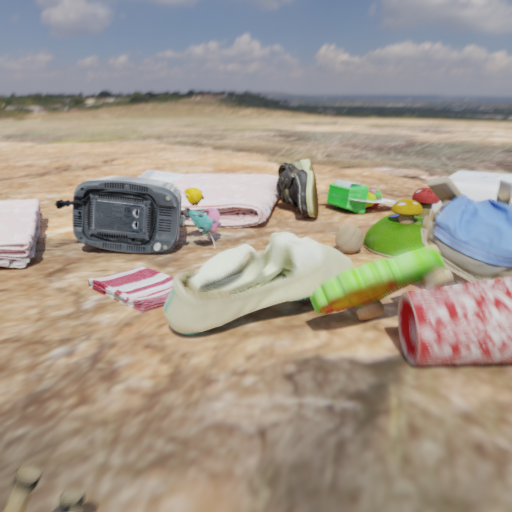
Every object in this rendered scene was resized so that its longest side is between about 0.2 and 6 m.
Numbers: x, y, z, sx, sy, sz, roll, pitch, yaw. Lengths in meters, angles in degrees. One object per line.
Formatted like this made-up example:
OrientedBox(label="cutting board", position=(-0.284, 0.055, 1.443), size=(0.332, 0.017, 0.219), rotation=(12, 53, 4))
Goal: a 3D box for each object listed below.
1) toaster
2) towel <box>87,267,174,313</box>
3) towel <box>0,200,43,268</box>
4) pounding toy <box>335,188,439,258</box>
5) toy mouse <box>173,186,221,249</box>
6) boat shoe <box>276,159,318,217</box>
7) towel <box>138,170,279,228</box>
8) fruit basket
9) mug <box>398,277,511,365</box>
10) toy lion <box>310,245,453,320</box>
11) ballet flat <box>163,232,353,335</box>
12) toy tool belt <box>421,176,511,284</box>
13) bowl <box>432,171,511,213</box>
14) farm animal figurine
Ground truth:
OrientedBox(label="toaster", position=(-2.305, -0.789, 10.045), size=(2.187, 1.243, 1.413), rotation=(5, 13, -1))
OrientedBox(label="towel", position=(-1.603, 0.422, 7.985), size=(1.442, 0.164, 1.039), rotation=(16, 22, 42))
OrientedBox(label="towel", position=(-5.573, -0.351, 9.836), size=(3.334, 0.563, 3.491), rotation=(-4, 18, -16))
OrientedBox(label="pounding toy", position=(2.559, -0.652, 9.968), size=(2.232, 1.036, 1.723), rotation=(3, 17, 9))
OrientedBox(label="toy mouse", position=(-0.880, -0.696, 10.034), size=(0.253, 1.162, 1.308), rotation=(-27, -11, 16))
OrientedBox(label="boat shoe", position=(0.914, -1.531, 12.856), size=(0.918, 1.036, 2.831), rotation=(-5, 19, 3))
OrientedBox(label="towel", position=(-1.381, -1.455, 13.279), size=(3.805, 0.642, 3.984), rotation=(3, 18, 8))
OrientedBox(label="fruit basket", position=(2.451, -1.400, 13.014), size=(1.488, 0.698, 1.379), rotation=(-6, 18, -29))
OrientedBox(label="mug", position=(2.287, 0.773, 5.997), size=(1.424, 0.950, 1.264), rotation=(-5, -25, -1))
OrientedBox(label="toy lion", position=(1.376, 0.298, 6.373), size=(1.440, 0.495, 1.381), rotation=(-29, -21, 22))
OrientedBox(label="ballet flat", position=(0.126, 0.188, 6.829), size=(2.657, 0.923, 0.923), rotation=(-20, 25, -27))
OrientedBox(label="toy tool belt", position=(3.298, -0.211, 7.244), size=(2.322, 1.427, 1.450), rotation=(21, 51, 32))
OrientedBox(label="bowl", position=(5.207, -1.398, 12.765), size=(2.274, 0.850, 2.277), rotation=(11, 19, 29))
OrientedBox(label="farm animal figurine", position=(-0.562, 1.832, 2.110), size=(2.082, 1.098, 2.106), rotation=(9, 8, -14))
